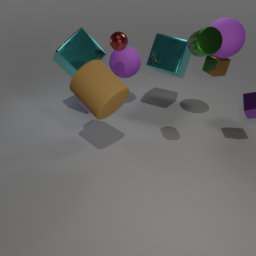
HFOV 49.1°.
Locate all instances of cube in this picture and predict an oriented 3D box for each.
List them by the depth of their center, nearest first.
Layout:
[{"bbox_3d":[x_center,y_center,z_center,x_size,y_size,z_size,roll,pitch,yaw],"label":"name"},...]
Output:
[{"bbox_3d":[4.484,-0.799,9.847,0.700,0.700,0.700,-7,63,30],"label":"cube"},{"bbox_3d":[-1.270,-0.989,10.512,0.700,0.700,0.700,24,68,43],"label":"cube"},{"bbox_3d":[-1.999,-2.907,11.374,1.400,1.400,1.400,-49,16,-15],"label":"cube"},{"bbox_3d":[3.582,-2.558,11.375,0.700,0.700,0.700,-10,38,-28],"label":"cube"},{"bbox_3d":[1.827,-3.072,12.097,1.400,1.400,1.400,22,9,21],"label":"cube"}]

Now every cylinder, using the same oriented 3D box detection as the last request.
[{"bbox_3d":[2.033,-2.276,7.449,0.700,0.700,0.700,-5,11,-8],"label":"cylinder"},{"bbox_3d":[-0.911,-1.225,9.035,1.400,1.400,1.400,47,47,12],"label":"cylinder"}]

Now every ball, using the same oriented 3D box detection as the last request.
[{"bbox_3d":[3.495,-3.250,10.127,1.400,1.400,1.400,0,31,0],"label":"ball"},{"bbox_3d":[-0.350,-3.215,10.401,0.700,0.700,0.700,0,31,0],"label":"ball"},{"bbox_3d":[-0.130,-2.915,12.392,1.400,1.400,1.400,0,31,0],"label":"ball"}]
